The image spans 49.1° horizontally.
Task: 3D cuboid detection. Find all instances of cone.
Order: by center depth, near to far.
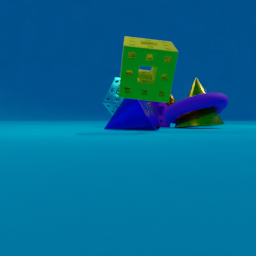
[{"bbox_3d":[-0.070,-0.246,6.898,1.259,1.254,1.254,-27,-7,16],"label":"cone"},{"bbox_3d":[2.176,-0.818,8.754,1.527,1.532,1.527,-3,-1,0],"label":"cone"}]

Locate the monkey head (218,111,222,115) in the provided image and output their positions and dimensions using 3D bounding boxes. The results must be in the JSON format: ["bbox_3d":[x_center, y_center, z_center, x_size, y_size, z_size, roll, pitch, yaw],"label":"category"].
[{"bbox_3d":[3.300,-0.502,11.503,1.646,0.992,1.184,15,44,-9],"label":"monkey head"}]

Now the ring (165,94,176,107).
[{"bbox_3d":[1.407,-1.015,10.249,0.324,1.622,1.622,-37,0,2],"label":"ring"}]

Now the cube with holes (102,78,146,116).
[{"bbox_3d":[-0.022,-1.130,11.470,1.260,1.260,1.260,12,-24,31],"label":"cube with holes"}]

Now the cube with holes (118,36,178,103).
[{"bbox_3d":[0.329,-1.091,5.129,0.901,0.901,0.901,6,27,-2],"label":"cube with holes"}]

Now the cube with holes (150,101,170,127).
[{"bbox_3d":[0.780,-0.589,10.239,1.099,1.099,1.099,-1,2,-44],"label":"cube with holes"}]

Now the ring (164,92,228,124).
[{"bbox_3d":[2.118,-0.591,8.818,2.031,0.406,2.031,-12,-12,-3],"label":"ring"}]
